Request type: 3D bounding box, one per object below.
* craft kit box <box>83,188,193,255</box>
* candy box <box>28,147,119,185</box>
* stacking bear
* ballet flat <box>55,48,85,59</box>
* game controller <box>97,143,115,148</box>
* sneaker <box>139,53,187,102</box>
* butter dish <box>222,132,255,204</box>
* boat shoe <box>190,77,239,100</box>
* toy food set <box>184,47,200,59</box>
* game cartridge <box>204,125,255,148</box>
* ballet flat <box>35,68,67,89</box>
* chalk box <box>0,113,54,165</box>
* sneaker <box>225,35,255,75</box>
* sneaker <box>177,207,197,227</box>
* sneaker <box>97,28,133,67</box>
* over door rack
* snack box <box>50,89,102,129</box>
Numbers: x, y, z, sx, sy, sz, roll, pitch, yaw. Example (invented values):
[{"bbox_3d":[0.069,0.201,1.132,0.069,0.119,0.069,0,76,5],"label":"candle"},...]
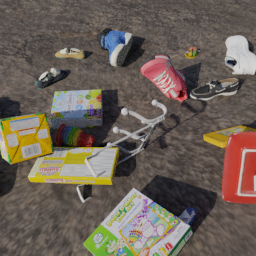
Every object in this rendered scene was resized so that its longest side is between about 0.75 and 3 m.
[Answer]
[{"bbox_3d":[0.197,2.520,6.388,1.837,0.446,1.815,-45,41,-21],"label":"craft kit box"},{"bbox_3d":[-1.528,1.063,8.145,2.418,0.319,1.236,0,42,10],"label":"candy box"},{"bbox_3d":[-1.632,0.318,8.939,1.167,0.663,0.709,16,48,9],"label":"stacking bear"},{"bbox_3d":[-2.628,-3.412,12.659,1.411,0.445,0.484,5,46,6],"label":"ballet flat"},{"bbox_3d":[-0.880,0.888,8.683,0.596,0.241,1.143,14,45,33],"label":"game controller"},{"bbox_3d":[1.428,-1.671,9.811,0.982,2.665,1.156,-32,61,28],"label":"sneaker"},{"bbox_3d":[3.599,0.886,7.721,2.114,2.108,1.562,0,20,6],"label":"butter dish"},{"bbox_3d":[3.337,-1.543,10.734,1.972,0.595,0.729,-8,46,-7],"label":"boat shoe"},{"bbox_3d":[2.948,-3.544,12.886,0.537,0.298,0.913,23,50,21],"label":"toy food set"},{"bbox_3d":[3.262,0.243,8.794,1.439,0.233,1.269,-11,11,-11],"label":"game cartridge"},{"bbox_3d":[-3.109,-2.108,11.347,0.547,0.547,1.498,33,54,28],"label":"ballet flat"},{"bbox_3d":[-2.988,0.223,7.859,1.166,1.160,1.873,-14,9,-31],"label":"chalk box"},{"bbox_3d":[4.705,-3.226,12.190,1.096,0.938,2.516,-7,46,0],"label":"sneaker"},{"bbox_3d":[0.963,2.485,6.771,0.800,0.683,1.815,31,53,27],"label":"sneaker"},{"bbox_3d":[-0.777,-3.628,12.435,1.467,1.012,2.636,15,43,6],"label":"sneaker"},{"bbox_3d":[-0.314,0.513,7.630,0.938,2.081,2.817,43,57,12],"label":"over door rack"},{"bbox_3d":[-1.771,-0.682,9.913,1.718,0.581,1.449,-4,47,-2],"label":"snack box"}]
